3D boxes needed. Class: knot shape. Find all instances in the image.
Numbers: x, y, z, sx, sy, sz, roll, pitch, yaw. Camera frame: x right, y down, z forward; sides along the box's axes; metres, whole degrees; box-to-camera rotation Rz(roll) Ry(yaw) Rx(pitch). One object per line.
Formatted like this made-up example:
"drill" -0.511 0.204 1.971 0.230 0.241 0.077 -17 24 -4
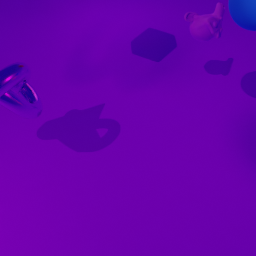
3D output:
"knot shape" -2.399 -0.685 4.946 2.019 1.889 0.933 5 89 -32

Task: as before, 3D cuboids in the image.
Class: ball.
"ball" 2.368 -2.303 5.027 1.063 1.063 1.063 0 58 0

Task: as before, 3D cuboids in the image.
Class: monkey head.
"monkey head" 1.934 -2.583 6.855 0.750 1.245 0.896 20 93 41
